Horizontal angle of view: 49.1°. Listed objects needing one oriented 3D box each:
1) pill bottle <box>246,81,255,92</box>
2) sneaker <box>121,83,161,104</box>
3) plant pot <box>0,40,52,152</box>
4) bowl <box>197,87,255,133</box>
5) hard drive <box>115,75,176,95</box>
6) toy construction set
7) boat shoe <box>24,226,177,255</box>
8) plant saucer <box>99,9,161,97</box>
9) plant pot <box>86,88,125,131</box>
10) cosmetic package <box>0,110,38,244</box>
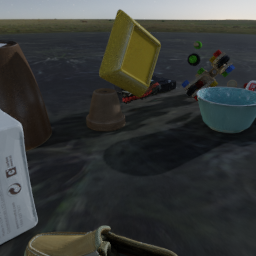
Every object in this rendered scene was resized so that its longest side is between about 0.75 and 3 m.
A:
[{"bbox_3d":[5.406,-1.027,10.278,2.011,1.145,1.145,19,30,38],"label":"pill bottle"},{"bbox_3d":[0.419,-1.543,10.887,1.836,0.897,0.649,-11,14,41],"label":"sneaker"},{"bbox_3d":[-3.665,-1.007,8.067,2.584,2.765,2.584,1,26,0],"label":"plant pot"},{"bbox_3d":[3.294,-0.568,9.262,2.123,1.111,2.123,1,23,0],"label":"bowl"},{"bbox_3d":[0.841,-2.013,13.410,2.504,0.474,1.749,-18,29,-36],"label":"hard drive"},{"bbox_3d":[3.918,-2.172,12.239,2.750,2.293,2.113,27,19,21],"label":"toy construction set"},{"bbox_3d":[-0.417,1.789,4.064,2.371,0.903,0.850,5,24,11],"label":"boat shoe"},{"bbox_3d":[0.262,-2.360,9.254,0.543,2.242,2.242,13,-4,41],"label":"plant saucer"},{"bbox_3d":[-0.747,-0.680,9.450,1.358,1.184,1.358,1,22,0],"label":"plant pot"},{"bbox_3d":[-3.226,0.765,4.914,2.099,2.097,2.544,-20,32,-39],"label":"cosmetic package"}]
